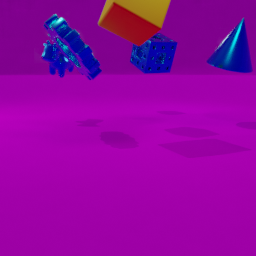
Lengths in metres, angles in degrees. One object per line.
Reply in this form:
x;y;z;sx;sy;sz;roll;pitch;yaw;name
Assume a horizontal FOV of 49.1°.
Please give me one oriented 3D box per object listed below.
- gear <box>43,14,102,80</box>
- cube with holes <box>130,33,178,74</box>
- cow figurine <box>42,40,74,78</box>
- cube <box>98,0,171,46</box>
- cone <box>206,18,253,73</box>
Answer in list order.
-1.338;-1.921;6.831;0.316;1.711;1.711;-43;23;-8;gear
0.674;-2.052;7.630;0.847;0.847;0.847;-8;36;-28;cube with holes
-2.212;-2.256;8.965;0.684;1.226;1.246;20;36;16;cow figurine
0.160;-2.643;6.038;1.104;1.104;1.104;22;-10;-19;cube
3.184;-2.507;8.246;1.395;1.400;1.395;7;27;-4;cone
